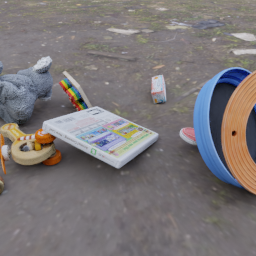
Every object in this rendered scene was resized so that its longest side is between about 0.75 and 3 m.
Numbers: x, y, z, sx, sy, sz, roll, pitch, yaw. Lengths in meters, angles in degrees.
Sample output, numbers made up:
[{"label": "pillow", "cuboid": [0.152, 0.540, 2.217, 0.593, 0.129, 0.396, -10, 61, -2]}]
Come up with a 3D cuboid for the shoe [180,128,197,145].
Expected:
[{"label": "shoe", "cuboid": [2.122, 0.162, 7.391, 1.431, 0.651, 0.511, 20, 47, 11]}]

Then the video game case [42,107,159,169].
[{"label": "video game case", "cuboid": [-0.596, 0.115, 7.431, 2.217, 0.269, 2.436, 24, 22, 19]}]

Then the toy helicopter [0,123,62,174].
[{"label": "toy helicopter", "cuboid": [-2.882, 0.408, 7.407, 1.460, 0.871, 2.208, -28, 38, -34]}]

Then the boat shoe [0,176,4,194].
[{"label": "boat shoe", "cuboid": [-3.520, 1.129, 6.279, 1.434, 0.516, 0.484, 22, 15, -25]}]

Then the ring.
[{"label": "ring", "cuboid": [3.252, 0.077, 5.949, 2.900, 2.900, 0.278, -9, 7, -13]}]

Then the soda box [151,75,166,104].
[{"label": "soda box", "cuboid": [1.138, -1.445, 10.353, 0.445, 0.478, 1.399, -11, 32, 14]}]

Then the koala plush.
[{"label": "koala plush", "cuboid": [-3.243, -1.279, 8.964, 1.943, 1.875, 2.115, 32, 46, 19]}]

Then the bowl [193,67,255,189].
[{"label": "bowl", "cuboid": [2.621, 0.013, 6.575, 2.795, 2.795, 0.549, -27, 6, -34]}]

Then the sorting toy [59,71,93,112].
[{"label": "sorting toy", "cuboid": [-1.737, -1.058, 9.245, 0.443, 1.273, 1.265, -36, 45, -10]}]
